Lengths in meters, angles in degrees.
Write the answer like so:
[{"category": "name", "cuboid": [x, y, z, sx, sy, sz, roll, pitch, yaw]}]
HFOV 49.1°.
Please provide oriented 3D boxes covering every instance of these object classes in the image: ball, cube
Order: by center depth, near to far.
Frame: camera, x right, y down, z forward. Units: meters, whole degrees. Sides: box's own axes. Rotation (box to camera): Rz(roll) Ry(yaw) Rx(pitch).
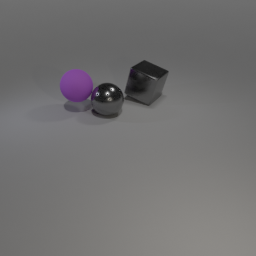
[{"category": "ball", "cuboid": [-0.874, -1.215, 11.865, 1.400, 1.400, 1.400, 0, 30, 0]}, {"category": "ball", "cuboid": [-2.190, -1.800, 11.949, 1.400, 1.400, 1.400, 0, 30, 0]}, {"category": "cube", "cuboid": [0.870, -2.158, 13.224, 1.400, 1.400, 1.400, 28, 38, 16]}]
